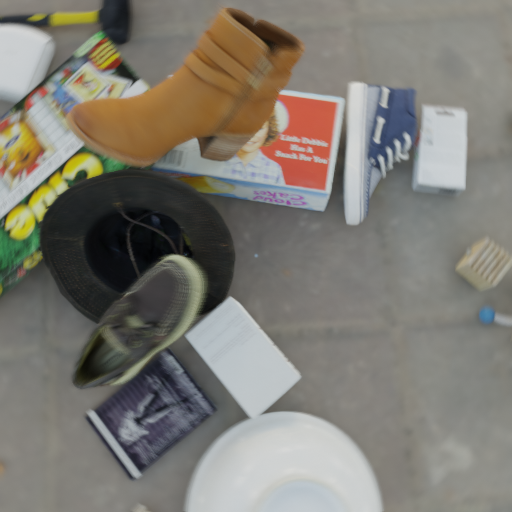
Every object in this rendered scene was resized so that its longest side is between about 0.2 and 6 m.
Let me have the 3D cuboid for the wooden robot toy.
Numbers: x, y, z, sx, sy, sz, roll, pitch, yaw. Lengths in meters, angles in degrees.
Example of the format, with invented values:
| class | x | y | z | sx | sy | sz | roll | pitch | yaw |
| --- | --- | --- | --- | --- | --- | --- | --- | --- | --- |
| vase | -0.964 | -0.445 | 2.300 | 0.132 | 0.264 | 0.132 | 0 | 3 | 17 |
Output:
| class | x | y | z | sx | sy | sz | roll | pitch | yaw |
| --- | --- | --- | --- | --- | --- | --- | --- | --- | --- |
| wooden robot toy | 4.035 | 0.917 | 7.222 | 1.337 | 1.377 | 3.035 | -32 | 79 | -7 |

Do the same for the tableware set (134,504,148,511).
| class | x | y | z | sx | sy | sz | roll | pitch | yaw |
| --- | --- | --- | --- | --- | --- | --- | --- | --- | --- |
| tableware set | -0.560 | 4.270 | 6.969 | 2.346 | 0.326 | 2.808 | -29 | 78 | -7 |

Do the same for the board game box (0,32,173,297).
| class | x | y | z | sx | sy | sz | roll | pitch | yaw |
| --- | --- | --- | --- | --- | --- | --- | --- | --- | --- |
| board game box | -3.030 | -1.126 | 7.738 | 3.910 | 0.459 | 2.048 | -41 | 74 | 1 |

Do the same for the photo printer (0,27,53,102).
| class | x | y | z | sx | sy | sz | roll | pitch | yaw |
| --- | --- | --- | --- | --- | --- | --- | --- | --- | --- |
| photo printer | -3.714 | -2.984 | 8.644 | 0.944 | 0.394 | 1.135 | 16 | 78 | 4 |

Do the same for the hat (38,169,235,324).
| class | x | y | z | sx | sy | sz | roll | pitch | yaw |
| --- | --- | --- | --- | --- | --- | --- | --- | --- | --- |
| hat | -1.507 | -0.214 | 7.534 | 2.576 | 2.576 | 1.039 | 6 | 33 | 1 |

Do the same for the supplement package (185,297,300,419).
| class | x | y | z | sx | sy | sz | roll | pitch | yaw |
| --- | --- | --- | --- | --- | --- | --- | --- | --- | --- |
| supplement package | -0.152 | 1.328 | 7.388 | 0.801 | 0.804 | 1.370 | -40 | 80 | -3 |

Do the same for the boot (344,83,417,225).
| class | x | y | z | sx | sy | sz | roll | pitch | yaw |
| --- | --- | --- | --- | --- | --- | --- | --- | --- | --- |
| boot | 1.803 | -1.500 | 8.074 | 0.997 | 0.803 | 2.207 | 4 | 76 | 6 |

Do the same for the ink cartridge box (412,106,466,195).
| class | x | y | z | sx | sy | sz | roll | pitch | yaw |
| --- | --- | --- | --- | --- | --- | --- | --- | --- | --- |
| ink cartridge box | 2.742 | -1.570 | 8.356 | 0.685 | 0.316 | 1.257 | 7 | 76 | 2 |

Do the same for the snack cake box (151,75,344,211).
| class | x | y | z | sx | sy | sz | roll | pitch | yaw |
| --- | --- | --- | --- | --- | --- | --- | --- | --- | --- |
| snack cake box | -0.111 | -1.617 | 8.075 | 2.509 | 0.843 | 1.443 | 9 | 77 | 3 |

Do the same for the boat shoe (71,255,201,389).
| class | x | y | z | sx | sy | sz | roll | pitch | yaw |
| --- | --- | --- | --- | --- | --- | --- | --- | --- | --- |
| boat shoe | -1.517 | 0.948 | 6.945 | 0.850 | 0.753 | 2.323 | 44 | 118 | 11 |

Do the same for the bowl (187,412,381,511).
| class | x | y | z | sx | sy | sz | roll | pitch | yaw |
| --- | --- | --- | --- | --- | --- | --- | --- | --- | --- |
| bowl | 0.436 | 3.191 | 6.666 | 2.539 | 1.141 | 2.539 | 1 | 77 | -6 |

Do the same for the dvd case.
| class | x | y | z | sx | sy | sz | roll | pitch | yaw |
| --- | --- | --- | --- | --- | --- | --- | --- | --- | --- |
| dvd case | -1.422 | 2.127 | 7.582 | 1.455 | 0.116 | 1.082 | -39 | 80 | -9 |

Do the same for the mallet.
| class | x | y | z | sx | sy | sz | roll | pitch | yaw |
| --- | --- | --- | --- | --- | --- | --- | --- | --- | --- |
| mallet | -3.103 | -3.621 | 8.828 | 2.362 | 0.486 | 0.778 | -8 | 81 | 3 |

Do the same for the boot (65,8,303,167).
| class | x | y | z | sx | sy | sz | roll | pitch | yaw |
| --- | --- | --- | --- | --- | --- | --- | --- | --- | --- |
| boot | -0.736 | -1.869 | 6.268 | 2.408 | 1.870 | 0.923 | 2 | 57 | -34 |
